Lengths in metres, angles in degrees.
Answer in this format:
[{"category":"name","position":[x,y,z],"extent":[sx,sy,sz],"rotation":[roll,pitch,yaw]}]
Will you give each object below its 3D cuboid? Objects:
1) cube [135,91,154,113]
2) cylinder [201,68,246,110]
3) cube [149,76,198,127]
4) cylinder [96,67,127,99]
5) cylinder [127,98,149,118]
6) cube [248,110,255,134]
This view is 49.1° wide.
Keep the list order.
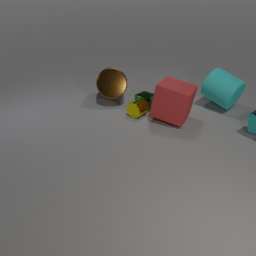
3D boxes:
[{"category":"cube","position":[0.784,-1.200,12.731],"extent":[0.700,0.700,0.700],"rotation":[24,36,37]},{"category":"cylinder","position":[4.239,-1.755,12.518],"extent":[1.400,1.400,1.400],"rotation":[39,44,26]},{"category":"cube","position":[1.864,-1.120,11.450],"extent":[1.400,1.400,1.400],"rotation":[21,32,17]},{"category":"cylinder","position":[-0.775,-2.088,13.235],"extent":[1.400,1.400,1.400],"rotation":[-2,7,-4]},{"category":"cylinder","position":[0.418,-0.855,12.092],"extent":[0.700,0.700,0.700],"rotation":[21,35,34]},{"category":"cube","position":[4.877,-0.217,10.200],"extent":[0.700,0.700,0.700],"rotation":[-25,30,-29]}]
